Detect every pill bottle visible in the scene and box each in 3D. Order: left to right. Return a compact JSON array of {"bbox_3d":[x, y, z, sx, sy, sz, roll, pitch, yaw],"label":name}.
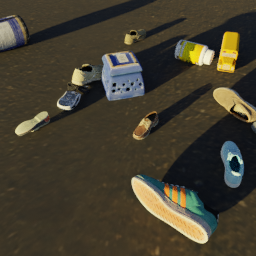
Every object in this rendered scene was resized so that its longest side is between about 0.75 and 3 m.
[{"bbox_3d":[-6.488,-4.599,14.047,2.694,1.507,1.507,-30,51,-27],"label":"pill bottle"},{"bbox_3d":[3.185,-3.574,13.401,1.705,0.931,0.931,22,48,21],"label":"pill bottle"}]

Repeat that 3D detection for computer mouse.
[{"bbox_3d":[-2.298,-1.212,11.366,1.040,0.416,1.897,13,40,7],"label":"computer mouse"}]

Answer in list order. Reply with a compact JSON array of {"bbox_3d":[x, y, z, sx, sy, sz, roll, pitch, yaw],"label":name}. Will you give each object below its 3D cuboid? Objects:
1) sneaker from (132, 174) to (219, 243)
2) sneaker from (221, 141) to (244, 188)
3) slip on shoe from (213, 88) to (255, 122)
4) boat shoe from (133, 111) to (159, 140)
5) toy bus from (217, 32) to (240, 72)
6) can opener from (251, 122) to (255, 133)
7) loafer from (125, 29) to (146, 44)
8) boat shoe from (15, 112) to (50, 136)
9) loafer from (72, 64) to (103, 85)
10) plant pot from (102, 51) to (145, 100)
[{"bbox_3d":[1.282,2.006,7.749,2.544,0.908,1.017,33,44,26],"label":"sneaker"},{"bbox_3d":[3.370,0.969,8.847,0.658,0.729,1.780,6,44,4],"label":"sneaker"},{"bbox_3d":[4.046,-0.878,10.777,0.602,0.755,1.986,-23,55,-34],"label":"slip on shoe"},{"bbox_3d":[0.637,-0.132,10.145,0.531,0.503,1.402,23,49,22],"label":"boat shoe"},{"bbox_3d":[4.855,-3.650,13.465,0.783,0.942,2.406,13,46,13],"label":"toy bus"},{"bbox_3d":[5.347,0.444,9.646,0.765,0.610,2.287,-45,53,3],"label":"can opener"},{"bbox_3d":[0.445,-5.045,15.200,0.610,0.541,1.603,28,50,26],"label":"loafer"},{"bbox_3d":[-3.430,-0.093,10.162,0.473,0.416,1.330,38,60,26],"label":"boat shoe"},{"bbox_3d":[-1.616,-2.454,12.263,0.763,0.689,2.017,24,37,23],"label":"loafer"},{"bbox_3d":[-0.241,-2.265,11.678,1.615,1.452,1.615,-11,45,-10],"label":"plant pot"}]
